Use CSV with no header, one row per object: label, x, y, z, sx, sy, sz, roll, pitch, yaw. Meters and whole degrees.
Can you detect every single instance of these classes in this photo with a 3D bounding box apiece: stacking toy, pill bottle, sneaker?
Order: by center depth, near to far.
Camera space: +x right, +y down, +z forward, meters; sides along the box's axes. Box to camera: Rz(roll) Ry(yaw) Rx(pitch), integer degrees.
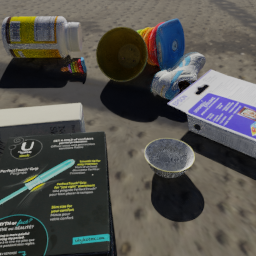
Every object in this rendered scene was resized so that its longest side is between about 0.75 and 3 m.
sneaker,1.812,-1.595,8.873,0.975,0.924,2.415,34,55,28
stacking toy,-1.944,-2.144,9.935,0.891,0.489,0.517,-14,31,0
stacking toy,0.545,-3.147,10.589,2.854,1.656,1.566,15,37,36
pill bottle,-3.213,-3.480,10.757,2.766,1.511,1.511,0,37,-1

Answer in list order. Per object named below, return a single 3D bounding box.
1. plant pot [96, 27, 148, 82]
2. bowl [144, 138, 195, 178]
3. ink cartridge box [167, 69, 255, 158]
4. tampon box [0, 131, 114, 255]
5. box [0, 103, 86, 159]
plant pot,-0.077,-2.460,9.533,1.713,1.713,1.216,9,13,12
bowl,0.865,0.731,6.019,1.059,0.497,1.059,1,37,0
ink cartridge box,2.867,-0.529,7.585,2.721,0.590,2.696,28,45,29
tampon box,-1.120,1.331,4.427,1.714,1.443,2.287,-3,37,-4
box,-2.375,0.263,5.975,2.910,1.195,0.995,-6,25,-4
